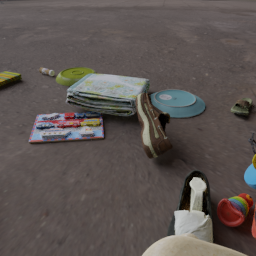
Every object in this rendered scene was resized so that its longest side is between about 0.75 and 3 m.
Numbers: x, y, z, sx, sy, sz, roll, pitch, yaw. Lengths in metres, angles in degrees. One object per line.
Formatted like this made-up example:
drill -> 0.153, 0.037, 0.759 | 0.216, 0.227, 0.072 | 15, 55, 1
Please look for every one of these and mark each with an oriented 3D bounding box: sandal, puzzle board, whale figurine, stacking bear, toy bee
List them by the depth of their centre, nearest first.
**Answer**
whale figurine -> 1.261, 2.479, 3.684 | 2.888, 1.498, 2.297 | 10, 20, -34
toy bee -> 3.192, 0.848, 5.554 | 1.956, 1.624, 2.988 | 27, 45, -28
stacking bear -> 2.254, 1.609, 5.726 | 0.883, 0.502, 0.536 | -15, 51, -41
puzzle board -> -1.887, -0.093, 8.878 | 2.181, 0.190, 1.644 | -4, 31, -6
sandal -> 4.035, -0.835, 9.889 | 0.595, 0.427, 1.498 | 16, 34, 25

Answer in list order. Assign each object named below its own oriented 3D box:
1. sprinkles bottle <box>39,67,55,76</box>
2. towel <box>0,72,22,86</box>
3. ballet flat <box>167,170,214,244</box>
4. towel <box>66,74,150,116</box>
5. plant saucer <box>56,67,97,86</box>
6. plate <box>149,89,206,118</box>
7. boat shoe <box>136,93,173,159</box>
sprinkles bottle -> -3.792, -2.627, 13.081 | 0.801, 0.273, 0.273 | 20, 36, 30
towel -> -6.005, -1.769, 11.706 | 1.265, 0.265, 2.939 | 13, 34, 31
ballet flat -> 1.189, 1.672, 5.235 | 0.842, 0.847, 2.476 | 6, 31, 9
towel -> -0.645, -1.322, 10.359 | 2.518, 0.708, 2.941 | 10, 27, 10
plant saucer -> -2.271, -2.370, 12.621 | 1.959, 0.304, 1.959 | 0, 31, 0
plate -> 1.725, -1.010, 10.333 | 2.258, 0.288, 2.258 | 0, 32, 0
boat shoe -> 0.795, -0.184, 7.837 | 0.840, 0.839, 2.271 | -20, 49, 15
